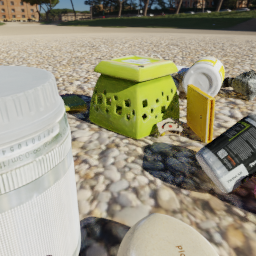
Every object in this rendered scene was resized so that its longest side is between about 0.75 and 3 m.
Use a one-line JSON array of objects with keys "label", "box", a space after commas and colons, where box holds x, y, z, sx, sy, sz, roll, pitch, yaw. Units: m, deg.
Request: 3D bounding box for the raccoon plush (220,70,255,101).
[{"label": "raccoon plush", "box": [5.135, -1.772, 13.043, 2.293, 1.109, 1.537, -16, 21, 44]}]

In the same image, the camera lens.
[{"label": "camera lens", "box": [-1.928, 0.822, 3.851, 2.380, 2.975, 2.380, 0, 23, 0]}]

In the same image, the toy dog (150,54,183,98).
[{"label": "toy dog", "box": [1.481, -2.184, 13.021, 2.272, 1.094, 1.498, 44, 76, 10]}]

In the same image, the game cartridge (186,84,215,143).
[{"label": "game cartridge", "box": [2.266, -0.509, 8.933, 0.266, 1.445, 1.639, -7, 25, -7]}]

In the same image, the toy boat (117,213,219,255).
[{"label": "toy boat", "box": [0.100, 2.082, 3.597, 2.485, 1.155, 2.089, 2, 26, -14]}]

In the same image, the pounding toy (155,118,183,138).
[{"label": "pounding toy", "box": [1.363, 0.091, 9.042, 1.062, 0.609, 0.607, -22, 58, -23]}]

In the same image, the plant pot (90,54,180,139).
[{"label": "plant pot", "box": [0.259, -1.254, 9.705, 2.451, 2.225, 2.439, 21, 30, 38]}]

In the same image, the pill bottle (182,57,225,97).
[{"label": "pill bottle", "box": [3.641, -2.426, 13.121, 1.645, 1.645, 2.955, 9, 26, 21]}]

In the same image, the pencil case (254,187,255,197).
[{"label": "pencil case", "box": [3.741, 0.936, 6.014, 1.161, 1.111, 2.683, 33, 37, 29]}]

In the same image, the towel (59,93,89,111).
[{"label": "towel", "box": [-3.121, -0.919, 11.352, 2.759, 0.314, 1.981, -12, 27, -25]}]

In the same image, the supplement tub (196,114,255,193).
[{"label": "supplement tub", "box": [2.523, 0.474, 6.135, 1.836, 1.125, 1.125, -36, 27, 2]}]

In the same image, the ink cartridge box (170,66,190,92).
[{"label": "ink cartridge box", "box": [1.958, -2.655, 14.486, 2.377, 0.992, 1.726, 16, 28, 32]}]
